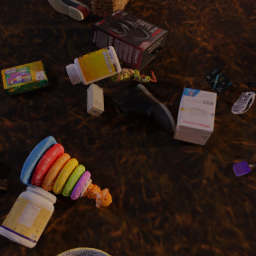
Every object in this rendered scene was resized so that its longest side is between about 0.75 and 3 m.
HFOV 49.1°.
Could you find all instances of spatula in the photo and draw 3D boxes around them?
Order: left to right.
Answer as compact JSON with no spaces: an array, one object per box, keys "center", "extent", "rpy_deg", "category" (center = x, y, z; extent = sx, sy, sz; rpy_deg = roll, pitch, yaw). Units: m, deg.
[{"center":[4.374,1.262,9.540],"extent":[1.590,0.163,0.449],"rpy_deg":[-11,54,-7],"category":"spatula"}]

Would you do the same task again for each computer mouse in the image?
[{"center":[4.480,-1.090,10.526],"extent":[1.585,0.348,0.869],"rpy_deg":[-53,29,-8],"category":"computer mouse"}]

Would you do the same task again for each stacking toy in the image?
[{"center":[-1.739,1.627,8.801],"extent":[2.793,1.533,1.621],"rpy_deg":[29,72,2],"category":"stacking toy"}]

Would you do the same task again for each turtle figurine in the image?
[{"center":[-0.192,-2.121,10.750],"extent":[2.277,0.733,1.836],"rpy_deg":[39,32,30],"category":"turtle figurine"}]

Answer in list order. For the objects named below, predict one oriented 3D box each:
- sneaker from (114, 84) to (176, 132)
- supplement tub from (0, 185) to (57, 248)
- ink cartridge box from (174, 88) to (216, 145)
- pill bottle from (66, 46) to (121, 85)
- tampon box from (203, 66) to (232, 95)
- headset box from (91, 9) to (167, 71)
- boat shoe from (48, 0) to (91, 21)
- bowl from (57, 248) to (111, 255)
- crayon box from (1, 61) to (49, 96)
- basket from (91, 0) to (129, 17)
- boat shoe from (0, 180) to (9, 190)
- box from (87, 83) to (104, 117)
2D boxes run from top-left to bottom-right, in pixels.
[{"center":[0.588,-0.477,10.093],"extent":[1.262,0.889,2.377],"rpy_deg":[-33,56,-13],"category":"sneaker"},{"center":[-2.914,2.590,8.316],"extent":[1.120,1.120,1.541],"rpy_deg":[20,64,10],"category":"supplement tub"},{"center":[2.347,-0.394,9.852],"extent":[1.144,1.124,1.554],"rpy_deg":[12,63,6],"category":"ink cartridge box"},{"center":[-1.139,-2.009,9.247],"extent":[1.661,0.907,0.907],"rpy_deg":[-20,64,-1],"category":"pill bottle"},{"center":[3.399,-1.789,10.643],"extent":[0.666,0.561,0.889],"rpy_deg":[-38,84,15],"category":"tampon box"},{"center":[0.150,-3.565,11.311],"extent":[2.654,1.025,1.975],"rpy_deg":[30,50,16],"category":"headset box"},{"center":[-2.734,-5.642,12.794],"extent":[2.158,0.768,0.675],"rpy_deg":[32,63,13],"category":"boat shoe"},{"center":[-1.115,4.579,7.199],"extent":[2.699,1.267,2.699],"rpy_deg":[0,63,1],"category":"bowl"},{"center":[-4.063,-1.973,11.039],"extent":[1.622,0.473,0.963],"rpy_deg":[-17,64,-8],"category":"crayon box"},{"center":[-0.814,-6.271,12.650],"extent":[1.516,1.582,2.124],"rpy_deg":[22,66,11],"category":"basket"},{"center":[-4.419,1.821,9.157],"extent":[0.998,0.351,0.351],"rpy_deg":[6,68,-6],"category":"boat shoe"},{"center":[-1.214,-1.039,10.339],"extent":[0.497,0.414,1.210],"rpy_deg":[24,41,-31],"category":"box"}]
